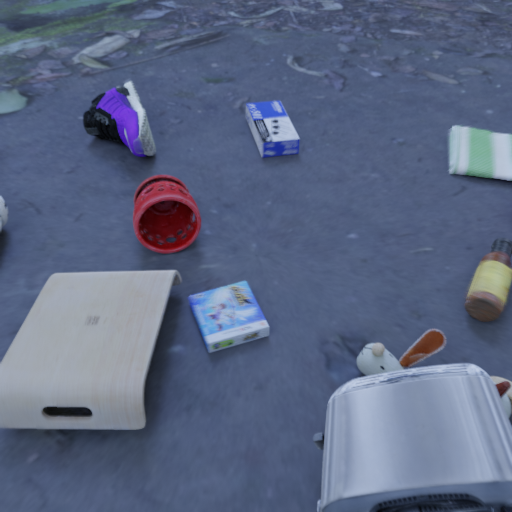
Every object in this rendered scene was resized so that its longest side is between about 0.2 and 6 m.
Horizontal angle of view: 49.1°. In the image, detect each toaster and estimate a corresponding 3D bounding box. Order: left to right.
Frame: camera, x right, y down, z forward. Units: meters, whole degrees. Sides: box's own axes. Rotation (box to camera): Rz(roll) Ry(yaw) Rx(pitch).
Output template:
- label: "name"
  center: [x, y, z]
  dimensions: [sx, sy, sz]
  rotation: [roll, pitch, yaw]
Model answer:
- label: "toaster"
  center: [1.891, 2.225, 6.166]
  dimensions: [2.542, 1.444, 1.642]
  rotation: [-13, 42, 14]

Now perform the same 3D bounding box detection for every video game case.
- label: "video game case"
  center: [-0.438, 0.927, 8.784]
  dimensions: [0.976, 0.245, 1.077]
  rotation: [-14, 44, -16]

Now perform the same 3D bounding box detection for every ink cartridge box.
- label: "ink cartridge box"
  center: [0.351, -2.941, 12.890]
  dimensions: [0.859, 0.404, 1.828]
  rotation: [-7, 43, -9]

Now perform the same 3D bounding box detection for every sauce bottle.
- label: "sauce bottle"
  center: [3.900, 0.327, 9.186]
  dimensions: [0.575, 0.575, 1.743]
  rotation: [21, 48, 22]

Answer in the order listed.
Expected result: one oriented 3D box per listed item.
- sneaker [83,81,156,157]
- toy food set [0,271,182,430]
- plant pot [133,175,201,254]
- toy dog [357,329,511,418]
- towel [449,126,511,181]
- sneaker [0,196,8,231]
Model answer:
- label: "sneaker"
  center: [-3.136, -2.905, 12.558]
  dimensions: [1.389, 0.971, 2.793]
  rotation: [-17, 41, -9]
- label: "toy food set"
  center: [-2.292, 1.234, 8.142]
  dimensions: [1.998, 0.841, 2.784]
  rotation: [-1, 38, 5]
- label: "plant pot"
  center: [-1.622, -0.789, 10.035]
  dimensions: [1.168, 1.168, 1.063]
  rotation: [-8, 35, -9]
- label: "toy dog"
  center: [2.425, 1.669, 7.347]
  dimensions: [2.184, 1.052, 1.440]
  rotation: [8, 44, 9]
- label: "towel"
  center: [5.392, -2.121, 12.118]
  dimensions: [2.336, 0.273, 1.782]
  rotation: [12, 45, 10]
- label: "sneaker"
  center: [-6.093, -0.191, 9.247]
  dimensions: [3.559, 1.335, 2.055]
  rotation: [-8, 45, -10]
